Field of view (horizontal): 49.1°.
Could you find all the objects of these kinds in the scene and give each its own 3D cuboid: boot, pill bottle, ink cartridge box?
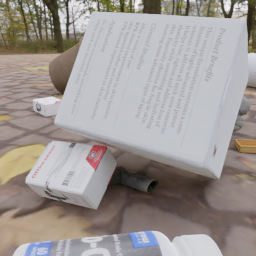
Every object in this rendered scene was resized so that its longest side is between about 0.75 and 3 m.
[{"bbox_3d":[0.000,0.944,4.836,0.843,0.306,0.766,23,30,36],"label":"boot"},{"bbox_3d":[-0.072,1.382,2.333,1.662,0.945,0.945,-3,18,-9],"label":"pill bottle"},{"bbox_3d":[-0.873,0.696,4.386,1.158,0.480,0.850,4,51,31],"label":"ink cartridge box"},{"bbox_3d":[-2.735,-0.756,9.731,0.754,0.439,1.041,-14,23,-38],"label":"ink cartridge box"}]

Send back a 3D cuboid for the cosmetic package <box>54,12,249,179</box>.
[{"bbox_3d":[0.525,-0.478,4.725,2.402,2.010,1.998,15,-8,26],"label":"cosmetic package"}]

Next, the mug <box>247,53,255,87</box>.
[{"bbox_3d":[7.091,-2.709,14.277,2.235,1.650,1.959,26,4,-40],"label":"mug"}]

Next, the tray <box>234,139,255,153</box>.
[{"bbox_3d":[3.032,0.431,6.523,0.949,0.176,0.468,2,18,5],"label":"tray"}]

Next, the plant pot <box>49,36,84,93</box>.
[{"bbox_3d":[-2.220,-2.668,12.812,2.367,2.714,2.714,-14,15,12],"label":"plant pot"}]

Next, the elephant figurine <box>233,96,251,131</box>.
[{"bbox_3d":[2.267,-0.547,7.861,1.681,1.843,2.376,-36,3,9],"label":"elephant figurine"}]
